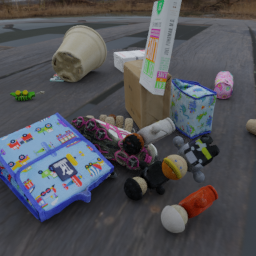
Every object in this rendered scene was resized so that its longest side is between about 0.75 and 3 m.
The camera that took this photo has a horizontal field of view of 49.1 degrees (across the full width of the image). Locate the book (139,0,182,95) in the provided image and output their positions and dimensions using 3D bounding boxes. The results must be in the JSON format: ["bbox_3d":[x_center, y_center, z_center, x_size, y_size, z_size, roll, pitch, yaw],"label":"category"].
[{"bbox_3d":[0.953,-2.375,8.233,0.602,2.507,1.675,5,19,-10],"label":"book"}]

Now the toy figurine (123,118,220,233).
[{"bbox_3d":[0.884,1.017,6.558,1.532,2.168,2.202,-25,36,-27],"label":"toy figurine"}]

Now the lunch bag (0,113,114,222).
[{"bbox_3d":[-1.952,1.108,7.470,2.160,1.349,2.869,-30,48,-34],"label":"lunch bag"}]

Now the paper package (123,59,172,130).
[{"bbox_3d":[0.693,-1.325,10.955,1.195,2.201,2.310,-10,29,-14],"label":"paper package"}]

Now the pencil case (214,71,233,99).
[{"bbox_3d":[4.808,-2.185,14.012,0.941,0.941,2.153,9,28,17],"label":"pencil case"}]

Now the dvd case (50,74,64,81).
[{"bbox_3d":[-3.996,-2.953,16.363,0.824,0.124,1.129,2,27,3],"label":"dvd case"}]

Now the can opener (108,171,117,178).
[{"bbox_3d":[-0.866,1.173,8.246,0.346,0.437,1.314,-46,41,-18],"label":"can opener"}]

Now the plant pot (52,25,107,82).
[{"bbox_3d":[-2.944,-4.025,16.071,2.827,2.827,2.588,7,40,13],"label":"plant pot"}]

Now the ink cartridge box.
[{"bbox_3d":[0.421,-4.361,18.129,2.345,0.971,1.718,-10,29,-19],"label":"ink cartridge box"}]

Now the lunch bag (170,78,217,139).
[{"bbox_3d":[2.258,-0.811,10.561,1.258,1.678,1.974,-15,31,-26],"label":"lunch bag"}]

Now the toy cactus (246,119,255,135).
[{"bbox_3d":[5.169,0.081,9.453,2.977,1.522,2.456,-26,27,-26],"label":"toy cactus"}]

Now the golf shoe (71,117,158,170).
[{"bbox_3d":[-0.488,0.486,8.807,2.959,1.074,1.362,24,6,19],"label":"golf shoe"}]

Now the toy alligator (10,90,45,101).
[{"bbox_3d":[-4.773,-1.503,13.300,1.594,0.473,0.433,-3,69,-7],"label":"toy alligator"}]

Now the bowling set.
[{"bbox_3d":[-0.566,0.051,9.998,1.833,0.984,1.275,5,9,12],"label":"bowling set"}]
